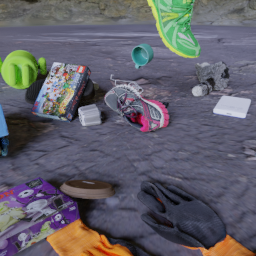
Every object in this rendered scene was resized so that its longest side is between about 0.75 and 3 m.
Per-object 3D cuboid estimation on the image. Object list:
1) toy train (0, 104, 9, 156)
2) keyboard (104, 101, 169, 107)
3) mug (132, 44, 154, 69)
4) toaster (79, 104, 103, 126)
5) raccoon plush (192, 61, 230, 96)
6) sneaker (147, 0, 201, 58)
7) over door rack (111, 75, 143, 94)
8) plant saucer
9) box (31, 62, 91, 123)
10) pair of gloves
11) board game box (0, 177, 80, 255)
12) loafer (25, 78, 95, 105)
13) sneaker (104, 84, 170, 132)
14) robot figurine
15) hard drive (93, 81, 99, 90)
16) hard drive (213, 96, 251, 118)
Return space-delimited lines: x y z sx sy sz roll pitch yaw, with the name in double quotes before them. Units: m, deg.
"toy train" -4.141 -0.171 7.417 1.270 1.674 2.930 -20 32 -37
"keyboard" 0.304 -1.063 10.802 2.422 0.480 1.261 7 26 16
"mug" 0.572 -2.918 11.198 0.958 0.787 0.592 -21 13 46
"toaster" -1.253 -0.403 9.270 0.643 0.566 0.995 -12 27 -16
"raccoon plush" 3.316 -2.351 12.809 2.656 1.285 1.779 -18 23 -33
"sneaker" 1.407 -3.299 8.121 1.012 2.731 1.141 -26 0 -37
"over door rack" -0.100 -1.882 12.433 1.352 0.450 0.998 14 20 -23
"plant saucer" -0.818 1.218 5.688 1.137 0.168 1.137 4 -1 0
"box" -2.332 -1.301 9.864 1.443 0.398 2.113 9 68 21
"pair of gloves" 0.374 1.874 4.614 2.915 0.360 2.597 -17 30 -34
"board game box" -2.390 1.692 4.666 2.732 0.441 1.639 -21 17 -37
"loafer" -2.574 -1.212 10.750 2.912 1.039 1.063 -1 67 16
"sneaker" 0.079 -0.700 9.280 1.014 1.095 2.716 -22 33 -35
"robot figurine" -5.038 -2.778 13.174 2.333 1.538 2.659 -2 25 -15
"hard drive" -2.179 -1.940 12.269 1.456 0.295 2.208 0 13 -15
"hard drive" 3.953 -0.822 10.562 1.093 0.210 1.657 12 28 25
